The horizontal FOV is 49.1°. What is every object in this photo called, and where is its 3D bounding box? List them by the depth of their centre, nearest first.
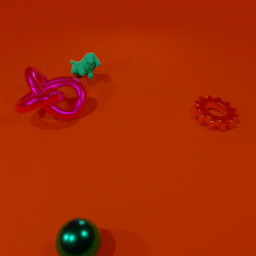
[{"bbox_3d":[-0.829,1.896,4.693,0.763,0.763,0.763,0,42,0],"label":"ball"},{"bbox_3d":[2.340,-0.434,7.527,1.187,0.219,1.187,6,42,-6],"label":"gear"},{"bbox_3d":[-2.175,-0.995,7.540,1.878,0.868,1.757,-10,46,-35],"label":"knot shape"},{"bbox_3d":[-1.364,-2.001,8.814,0.571,1.040,1.023,15,36,-41],"label":"cow figurine"}]
